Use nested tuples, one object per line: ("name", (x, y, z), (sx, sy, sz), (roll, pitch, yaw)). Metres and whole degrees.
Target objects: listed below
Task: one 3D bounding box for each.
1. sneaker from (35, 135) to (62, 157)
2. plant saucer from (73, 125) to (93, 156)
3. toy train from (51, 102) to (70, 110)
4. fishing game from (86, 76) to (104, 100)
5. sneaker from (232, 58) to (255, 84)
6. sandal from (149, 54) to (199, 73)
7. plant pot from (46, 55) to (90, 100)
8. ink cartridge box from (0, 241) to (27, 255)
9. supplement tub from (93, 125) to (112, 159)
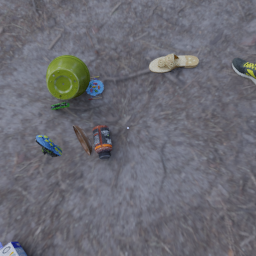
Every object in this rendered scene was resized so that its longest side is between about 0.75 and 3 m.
("sneaker", (-2.247, 0.560, 7.794), (0.443, 1.070, 0.379), (-21, 56, 9))
("plant saucer", (-1.202, 0.311, 7.621), (0.174, 0.949, 0.949), (-30, 70, -17))
("toy train", (-2.439, -0.779, 10.071), (0.891, 0.251, 0.186), (-7, 83, 39))
("fishing game", (-1.270, -1.551, 10.681), (0.714, 0.155, 0.998), (-6, 68, 1))
("sneaker", (4.812, -2.225, 10.634), (1.760, 0.745, 0.655), (38, 72, 15))
("sandal", (1.803, -2.663, 10.869), (1.966, 0.647, 0.721), (-6, 67, -2))
("plant pot", (-2.125, -1.617, 9.546), (1.587, 1.528, 1.587), (-1, 109, -4))
("ink cartridge box", (-3.438, 4.137, 8.000), (1.218, 0.681, 1.785), (-37, 74, -14))
("supplement tub", (-0.871, 0.496, 9.583), (0.590, 0.590, 1.103), (-8, 68, -4))
